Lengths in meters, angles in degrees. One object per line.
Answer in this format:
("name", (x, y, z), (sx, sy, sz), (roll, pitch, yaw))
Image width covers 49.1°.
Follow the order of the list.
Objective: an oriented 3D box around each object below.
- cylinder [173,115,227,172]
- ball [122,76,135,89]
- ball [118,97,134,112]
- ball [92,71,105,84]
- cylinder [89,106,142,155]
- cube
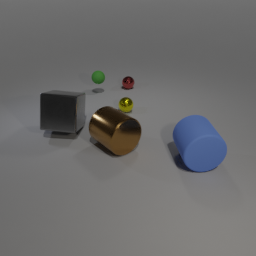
("cylinder", (2.321, 0.484, 9.249), (1.400, 1.400, 1.400), (-3, 30, -6))
("ball", (0.014, -2.512, 15.506), (0.700, 0.700, 0.700), (0, 29, 0))
("ball", (-0.094, -1.073, 12.909), (0.700, 0.700, 0.700), (0, 29, 0))
("ball", (-1.542, -2.628, 14.540), (0.700, 0.700, 0.700), (0, 29, 0))
("cylinder", (-0.470, 0.076, 10.082), (1.400, 1.400, 1.400), (-22, 35, -34))
("cube", (-2.529, -0.682, 11.012), (1.400, 1.400, 1.400), (5, 13, 4))
